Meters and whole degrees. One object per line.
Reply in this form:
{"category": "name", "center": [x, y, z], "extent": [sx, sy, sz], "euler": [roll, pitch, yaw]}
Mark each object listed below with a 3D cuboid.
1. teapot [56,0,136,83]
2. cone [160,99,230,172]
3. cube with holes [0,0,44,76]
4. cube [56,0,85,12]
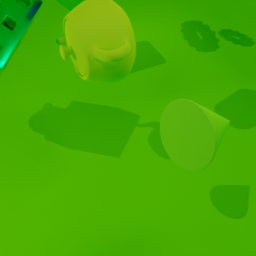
{"category": "teapot", "center": [-0.536, -1.232, 4.117], "extent": [0.972, 1.234, 1.984], "euler": [-22, 31, -20]}
{"category": "cone", "center": [0.979, 0.001, 3.395], "extent": [0.845, 0.842, 0.842], "euler": [-14, 49, -34]}
{"category": "cube with holes", "center": [-2.441, -1.575, 4.363], "extent": [1.391, 1.391, 1.391], "euler": [31, 62, -25]}
{"category": "cube", "center": [-1.218, -3.660, 6.655], "extent": [1.387, 1.387, 1.387], "euler": [-45, 49, 17]}
